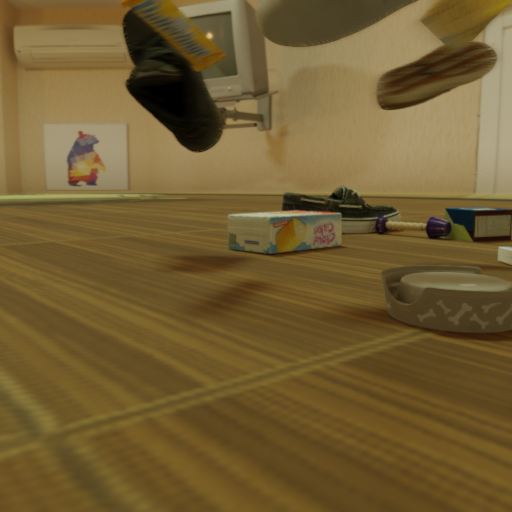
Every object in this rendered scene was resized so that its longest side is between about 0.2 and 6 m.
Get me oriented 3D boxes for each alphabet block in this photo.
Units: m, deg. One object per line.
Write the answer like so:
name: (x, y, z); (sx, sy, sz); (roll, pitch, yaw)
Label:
alphabet block: (1.313, -1.542, 3.491); (0.347, 0.346, 0.354); (-48, 1, -36)

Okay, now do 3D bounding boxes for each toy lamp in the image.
toy lamp: (3.405, -0.629, 12.187); (1.666, 0.485, 0.485); (4, 9, 45)

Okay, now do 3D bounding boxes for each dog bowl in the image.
dog bowl: (1.827, 0.374, 5.170); (1.352, 0.397, 1.352); (-1, 8, 0)

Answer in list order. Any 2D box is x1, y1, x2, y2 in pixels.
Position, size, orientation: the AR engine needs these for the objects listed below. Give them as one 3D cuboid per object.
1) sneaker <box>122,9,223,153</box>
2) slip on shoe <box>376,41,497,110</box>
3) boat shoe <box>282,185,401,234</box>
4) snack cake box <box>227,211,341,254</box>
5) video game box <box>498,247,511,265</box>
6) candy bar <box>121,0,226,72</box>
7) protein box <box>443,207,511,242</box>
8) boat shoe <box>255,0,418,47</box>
sneaker: (-1.551, -3.149, 9.040); (1.087, 2.843, 1.628); (-26, -15, 8)
slip on shoe: (2.749, -2.728, 8.651); (1.843, 0.701, 0.558); (-23, -21, -1)
boat shoe: (2.063, -1.109, 13.187); (3.101, 1.100, 1.118); (-3, 9, -22)
snack cake box: (0.542, -0.465, 10.246); (1.925, 0.647, 1.107); (-7, 9, -42)
video game box: (4.204, 0.045, 8.038); (1.000, 0.257, 1.098); (2, 8, -2)
candy bar: (-0.952, -2.707, 6.727); (0.450, 0.200, 1.805); (-20, -13, 19)
protein box: (4.612, -0.668, 11.674); (0.961, 0.649, 0.954); (-3, 8, -19)
boat shoe: (1.104, -3.032, 5.873); (2.450, 0.855, 0.869); (-21, -27, 8)
